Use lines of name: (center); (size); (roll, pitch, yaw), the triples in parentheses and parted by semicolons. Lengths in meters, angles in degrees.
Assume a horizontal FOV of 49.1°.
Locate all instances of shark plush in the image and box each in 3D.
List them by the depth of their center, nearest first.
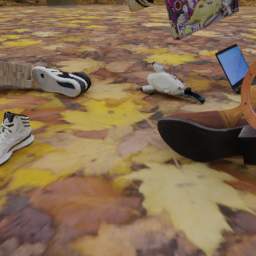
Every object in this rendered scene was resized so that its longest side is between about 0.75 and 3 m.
shark plush: (1.509, -1.427, 9.050); (2.312, 1.050, 0.963); (17, 1, 38)

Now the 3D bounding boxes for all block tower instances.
block tower: (-4.539, -1.852, 9.219); (2.768, 0.800, 0.747); (7, 10, -5)

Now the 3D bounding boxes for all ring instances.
ring: (2.095, -0.521, 4.205); (0.111, 1.158, 1.158); (0, 27, -14)

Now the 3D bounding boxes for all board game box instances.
board game box: (1.626, -2.772, 6.022); (1.904, 1.143, 0.307); (-31, 25, -21)

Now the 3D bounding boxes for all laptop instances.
laptop: (4.392, -1.967, 9.519); (2.359, 1.219, 2.091); (20, 34, 33)

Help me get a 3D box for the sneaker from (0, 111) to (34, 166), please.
sneaker: (-2.649, 0.157, 5.826); (0.587, 0.895, 1.555); (11, 30, 20)

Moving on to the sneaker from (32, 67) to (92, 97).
sneaker: (-2.157, -1.629, 9.501); (2.041, 0.746, 1.142); (23, 31, 22)

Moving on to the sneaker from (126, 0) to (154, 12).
sneaker: (0.270, -4.760, 8.922); (0.980, 2.235, 0.845); (-5, 68, 17)

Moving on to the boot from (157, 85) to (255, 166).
boot: (2.361, -0.429, 6.161); (2.662, 0.968, 2.827); (0, 30, 42)
